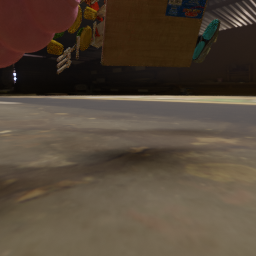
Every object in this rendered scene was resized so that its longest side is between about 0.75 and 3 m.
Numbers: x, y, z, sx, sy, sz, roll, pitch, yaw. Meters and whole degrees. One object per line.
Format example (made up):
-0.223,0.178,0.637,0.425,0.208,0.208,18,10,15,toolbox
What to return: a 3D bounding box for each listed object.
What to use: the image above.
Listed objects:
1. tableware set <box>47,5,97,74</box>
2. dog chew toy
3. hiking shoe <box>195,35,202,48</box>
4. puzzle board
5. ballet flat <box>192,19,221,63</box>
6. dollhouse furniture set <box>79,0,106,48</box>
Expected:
-1.503,-2.672,7.704,0.370,1.622,2.408,21,44,9,tableware set
-1.693,-1.675,4.174,2.110,1.314,1.314,-11,4,20,dog chew toy
1.568,-2.509,9.024,1.779,0.674,0.895,-4,-15,-16,hiking shoe
0.539,-2.085,5.898,2.144,1.616,0.187,-3,35,-18,puzzle board
2.391,-2.581,8.410,0.433,1.359,0.458,11,30,-37,ballet flat
-1.039,-3.800,9.408,0.984,1.890,1.910,-24,-17,27,dollhouse furniture set
